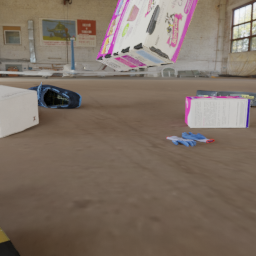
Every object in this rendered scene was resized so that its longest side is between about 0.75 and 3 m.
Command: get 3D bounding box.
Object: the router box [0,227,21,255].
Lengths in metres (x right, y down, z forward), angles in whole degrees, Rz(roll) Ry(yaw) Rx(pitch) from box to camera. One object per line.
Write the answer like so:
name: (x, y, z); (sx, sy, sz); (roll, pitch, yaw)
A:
router box: (-1.843, 1.109, 1.636); (2.092, 0.546, 1.645); (-10, 15, -40)

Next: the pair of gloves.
pair of gloves: (1.480, 0.259, 6.799); (1.099, 0.125, 0.883); (-6, 13, -31)

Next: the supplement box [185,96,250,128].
supplement box: (2.688, -0.498, 8.574); (1.730, 0.894, 0.875); (-2, 13, 0)

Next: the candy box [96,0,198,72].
candy box: (0.348, -2.372, 6.469); (0.837, 1.872, 2.745); (21, -2, -25)

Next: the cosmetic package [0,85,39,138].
cosmetic package: (-4.172, -0.640, 7.973); (2.887, 1.029, 1.464); (11, 21, 21)

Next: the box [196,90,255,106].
box: (4.758, -1.425, 13.207); (2.469, 0.630, 1.947); (0, 10, -12)

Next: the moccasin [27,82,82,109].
moccasin: (-3.484, -1.463, 12.447); (2.903, 1.168, 0.990); (4, 9, 22)
